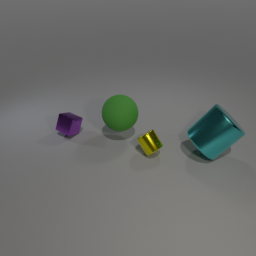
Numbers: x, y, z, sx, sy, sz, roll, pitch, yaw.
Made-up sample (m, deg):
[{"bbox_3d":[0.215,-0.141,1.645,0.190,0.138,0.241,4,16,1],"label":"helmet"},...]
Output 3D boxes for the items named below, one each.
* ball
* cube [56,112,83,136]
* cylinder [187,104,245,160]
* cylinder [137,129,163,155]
[{"bbox_3d":[-0.301,-0.572,10.676,1.400,1.400,1.400,0,30,0],"label":"ball"},{"bbox_3d":[-2.348,-0.171,11.194,0.700,0.700,0.700,23,17,20],"label":"cube"},{"bbox_3d":[3.010,0.136,9.668,1.400,1.400,1.400,38,22,-18],"label":"cylinder"},{"bbox_3d":[0.778,0.503,9.949,0.700,0.700,0.700,-32,1,0],"label":"cylinder"}]
